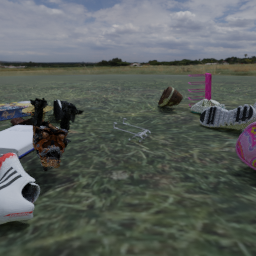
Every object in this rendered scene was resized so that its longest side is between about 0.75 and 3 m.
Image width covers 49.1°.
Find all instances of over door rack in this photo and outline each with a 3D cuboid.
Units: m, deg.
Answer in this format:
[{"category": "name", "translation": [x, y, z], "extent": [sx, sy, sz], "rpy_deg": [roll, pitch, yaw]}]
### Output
[{"category": "over door rack", "translation": [0.120, 0.112, 9.493], "extent": [1.110, 0.370, 0.820], "rpy_deg": [27, 23, 16]}]

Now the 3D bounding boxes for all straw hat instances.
[{"category": "straw hat", "translation": [-3.809, -0.528, 11.876], "extent": [1.363, 0.577, 1.363], "rpy_deg": [-2, 17, 1]}]

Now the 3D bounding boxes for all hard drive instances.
[{"category": "hard drive", "translation": [-3.466, 0.367, 8.725], "extent": [1.666, 0.320, 2.525], "rpy_deg": [3, 14, 10]}]

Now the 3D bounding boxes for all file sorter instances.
[{"category": "file sorter", "translation": [4.020, -2.121, 15.835], "extent": [1.151, 1.836, 1.276], "rpy_deg": [-2, 13, 5]}]

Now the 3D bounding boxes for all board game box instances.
[{"category": "board game box", "translation": [-5.499, -0.879, 13.549], "extent": [1.791, 0.457, 2.643], "rpy_deg": [10, 16, 35]}]

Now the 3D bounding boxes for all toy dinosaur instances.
[{"category": "toy dinosaur", "translation": [-1.943, 0.131, 6.706], "extent": [1.170, 1.555, 2.291], "rpy_deg": [5, 15, -44]}]

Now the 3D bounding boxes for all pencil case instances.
[{"category": "pencil case", "translation": [4.000, 0.270, 7.112], "extent": [2.903, 1.269, 1.269], "rpy_deg": [-8, 16, -39]}]

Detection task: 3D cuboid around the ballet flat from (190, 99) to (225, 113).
[{"category": "ballet flat", "translation": [3.869, -0.999, 13.443], "extent": [0.841, 0.841, 2.343], "rpy_deg": [-6, 14, -22]}]

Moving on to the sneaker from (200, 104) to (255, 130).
[{"category": "sneaker", "translation": [3.836, -0.305, 10.735], "extent": [0.976, 0.905, 2.407], "rpy_deg": [27, -13, -36]}]

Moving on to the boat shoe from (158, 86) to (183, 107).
[{"category": "boat shoe", "translation": [2.337, -1.522, 15.212], "extent": [1.039, 1.038, 2.810], "rpy_deg": [24, 4, -1]}]

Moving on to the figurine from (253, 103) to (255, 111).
[{"category": "figurine", "translation": [5.123, -0.295, 9.629], "extent": [1.538, 0.662, 1.501], "rpy_deg": [38, 15, -12]}]

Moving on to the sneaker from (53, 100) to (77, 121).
[{"category": "sneaker", "translation": [-2.785, -0.869, 12.733], "extent": [1.057, 0.915, 2.415], "rpy_deg": [1, 13, -19]}]

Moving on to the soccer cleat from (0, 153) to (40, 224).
[{"category": "soccer cleat", "translation": [-2.115, 1.066, 5.249], "extent": [0.907, 0.731, 2.130], "rpy_deg": [6, 14, -17]}]

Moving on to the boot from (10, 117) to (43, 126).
[{"category": "boot", "translation": [-4.141, -0.285, 11.389], "extent": [1.058, 0.365, 1.136], "rpy_deg": [-12, 14, -32]}]
